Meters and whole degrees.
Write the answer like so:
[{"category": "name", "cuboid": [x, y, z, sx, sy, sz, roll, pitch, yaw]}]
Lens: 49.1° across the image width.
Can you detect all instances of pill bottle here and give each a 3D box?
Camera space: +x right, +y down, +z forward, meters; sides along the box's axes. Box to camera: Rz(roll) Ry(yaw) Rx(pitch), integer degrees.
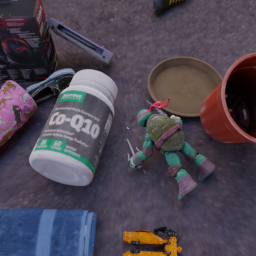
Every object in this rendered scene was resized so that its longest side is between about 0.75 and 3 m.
[{"category": "pill bottle", "cuboid": [-1.256, -0.068, 7.223, 1.567, 1.567, 2.770, 11, 58, 7]}]

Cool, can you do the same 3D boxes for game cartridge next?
[{"category": "game cartridge", "cuboid": [-1.399, -2.651, 8.689, 2.043, 1.324, 0.392, 29, 100, -8]}]

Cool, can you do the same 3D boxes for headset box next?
[{"category": "headset box", "cuboid": [-3.331, -2.600, 8.088, 2.033, 2.736, 1.026, -2, 59, 0]}]

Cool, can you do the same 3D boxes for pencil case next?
[{"category": "pencil case", "cuboid": [-3.737, -0.042, 7.475, 2.782, 1.204, 1.152, -49, 25, -25]}]

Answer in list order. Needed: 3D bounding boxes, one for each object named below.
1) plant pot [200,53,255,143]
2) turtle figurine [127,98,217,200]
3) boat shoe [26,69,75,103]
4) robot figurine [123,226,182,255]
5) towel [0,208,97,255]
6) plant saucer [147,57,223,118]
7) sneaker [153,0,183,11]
[{"category": "plant pot", "cuboid": [2.846, -0.473, 6.915, 2.051, 1.995, 2.051, 1, 80, -7]}, {"category": "turtle figurine", "cuboid": [0.906, 0.383, 7.157, 1.978, 1.330, 2.642, -36, 73, -15]}, {"category": "boat shoe", "cuboid": [-2.284, -1.213, 8.518, 1.632, 0.588, 0.579, -30, 55, -6]}, {"category": "robot figurine", "cuboid": [0.539, 2.673, 6.219, 1.304, 0.380, 0.945, 2, 58, 2]}, {"category": "towel", "cuboid": [-1.944, 2.464, 6.219, 2.454, 0.596, 1.370, 1, 57, 1]}, {"category": "plant saucer", "cuboid": [1.775, -1.259, 8.673, 2.384, 0.351, 2.384, 0, 58, 0]}, {"category": "sneaker", "cuboid": [1.827, -5.310, 10.838, 1.048, 0.922, 2.476, 27, 62, 16]}]
